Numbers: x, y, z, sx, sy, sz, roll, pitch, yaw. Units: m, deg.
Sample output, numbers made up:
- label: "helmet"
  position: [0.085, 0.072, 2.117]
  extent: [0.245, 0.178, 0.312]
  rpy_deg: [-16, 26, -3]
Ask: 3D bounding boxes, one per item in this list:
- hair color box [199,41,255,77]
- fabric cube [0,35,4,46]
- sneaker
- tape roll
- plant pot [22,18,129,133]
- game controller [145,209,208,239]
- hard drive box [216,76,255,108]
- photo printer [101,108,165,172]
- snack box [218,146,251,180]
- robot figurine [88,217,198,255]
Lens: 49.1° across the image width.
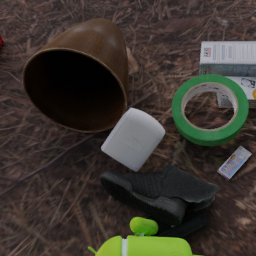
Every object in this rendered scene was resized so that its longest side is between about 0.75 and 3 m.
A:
- label: "hair color box"
  position: [3.398, -2.217, 9.039]
  extent: [2.073, 0.628, 1.026]
  rpy_deg: [4, 59, 14]
- label: "fabric cube"
  position: [-5.374, -3.156, 9.326]
  extent: [1.443, 1.448, 1.420]
  rpy_deg: [23, 61, 11]
- label: "sneaker"
  position: [0.748, 1.444, 7.014]
  extent: [2.697, 0.810, 1.406]
  rpy_deg: [23, 49, 21]
- label: "tape roll"
  position: [2.308, -0.528, 8.006]
  extent: [2.065, 0.496, 2.065]
  rpy_deg: [-5, 67, 12]
- label: "plant pot"
  position: [-1.100, -1.853, 8.089]
  extent: [2.735, 2.735, 2.926]
  rpy_deg: [9, 48, 6]
- label: "game controller"
  position: [1.129, 2.304, 6.808]
  extent: [1.573, 0.331, 0.821]
  rpy_deg: [-21, 47, -12]
- label: "hard drive box"
  position: [3.397, -1.107, 8.682]
  extent: [1.177, 0.452, 0.917]
  rpy_deg: [0, 59, 0]
- label: "photo printer"
  position: [0.171, 0.272, 7.142]
  extent: [1.174, 0.490, 1.411]
  rpy_deg: [34, 104, -8]
- label: "snack box"
  position: [2.920, 0.941, 7.663]
  extent: [1.044, 0.127, 0.375]
  rpy_deg: [-40, 67, -21]
- label: "robot figurine"
  position: [0.409, 2.980, 5.683]
  extent: [2.512, 1.453, 2.204]
  rpy_deg: [2, 69, 0]
